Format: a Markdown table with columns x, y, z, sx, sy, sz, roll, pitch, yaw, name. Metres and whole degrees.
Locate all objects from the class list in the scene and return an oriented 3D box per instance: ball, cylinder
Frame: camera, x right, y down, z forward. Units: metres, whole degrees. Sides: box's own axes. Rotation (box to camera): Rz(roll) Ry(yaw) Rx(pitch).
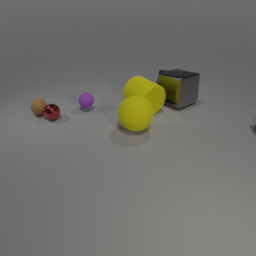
| x | y | z | sx | sy | sz | roll | pitch | yaw | name |
| --- | --- | --- | --- | --- | --- | --- | --- | --- | --- |
| -3.923 | -0.939 | 12.356 | 0.700 | 0.700 | 0.700 | 0 | 31 | 0 | ball |
| 0.732 | -1.484 | 12.707 | 1.400 | 1.400 | 1.400 | -21 | 38 | -31 | cylinder |
| 0.305 | -0.571 | 11.055 | 1.400 | 1.400 | 1.400 | 0 | 31 | 0 | ball |
| -1.899 | -1.253 | 12.737 | 0.700 | 0.700 | 0.700 | 0 | 31 | 0 | ball |
| -3.282 | -0.701 | 12.119 | 0.700 | 0.700 | 0.700 | 0 | 31 | 0 | ball |

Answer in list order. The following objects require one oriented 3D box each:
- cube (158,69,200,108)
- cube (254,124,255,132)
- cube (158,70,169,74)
| x | y | z | sx | sy | sz | roll | pitch | yaw | name |
| --- | --- | --- | --- | --- | --- | --- | --- | --- | --- |
| 2.380 | -1.909 | 13.284 | 1.400 | 1.400 | 1.400 | -21 | 31 | -37 | cube |
| 5.473 | -0.039 | 11.011 | 0.700 | 0.700 | 0.700 | 5 | 31 | 8 | cube |
| 2.050 | -2.780 | 15.642 | 0.700 | 0.700 | 0.700 | 5 | 31 | 8 | cube |
